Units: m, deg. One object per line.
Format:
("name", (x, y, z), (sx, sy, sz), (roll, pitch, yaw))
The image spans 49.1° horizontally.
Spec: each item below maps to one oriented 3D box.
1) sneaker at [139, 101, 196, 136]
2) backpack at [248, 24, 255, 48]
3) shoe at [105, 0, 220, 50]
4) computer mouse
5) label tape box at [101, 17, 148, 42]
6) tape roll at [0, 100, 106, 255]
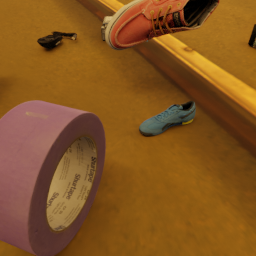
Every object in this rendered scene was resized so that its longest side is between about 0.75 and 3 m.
("sneaker", (1.054, -0.324, 7.482), (1.705, 0.668, 0.562), (-18, 45, -18))
("backpack", (5.550, -3.593, 11.234), (1.225, 1.022, 0.775), (19, 64, 17))
("shoe", (0.858, -2.840, 7.175), (2.939, 1.050, 1.337), (-32, 38, -6))
("computer mouse", (-2.848, -3.593, 11.592), (1.275, 0.418, 1.816), (6, 32, 9))
("label tape box", (-0.105, -4.375, 12.309), (1.972, 0.624, 1.422), (1, 40, 2))
("tape roll", (-1.327, 0.799, 4.770), (1.022, 2.406, 2.406), (13, 42, 17))
